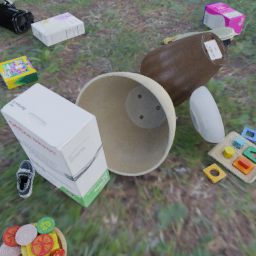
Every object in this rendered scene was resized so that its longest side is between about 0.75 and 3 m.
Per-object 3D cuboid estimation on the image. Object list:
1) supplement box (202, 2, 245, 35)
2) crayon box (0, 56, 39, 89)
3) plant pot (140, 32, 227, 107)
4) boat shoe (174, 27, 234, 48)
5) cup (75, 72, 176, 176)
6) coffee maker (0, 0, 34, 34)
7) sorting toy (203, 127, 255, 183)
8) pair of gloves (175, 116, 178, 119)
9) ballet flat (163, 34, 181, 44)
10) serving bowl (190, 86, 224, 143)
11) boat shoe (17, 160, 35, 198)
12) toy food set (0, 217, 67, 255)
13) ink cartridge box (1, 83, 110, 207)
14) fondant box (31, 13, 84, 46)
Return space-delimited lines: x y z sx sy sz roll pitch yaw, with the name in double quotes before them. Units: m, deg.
"supplement box" 4.309 -4.927 12.732 0.888 0.869 1.718 -19 49 -17
"crayon box" -4.066 -2.061 10.295 1.103 0.373 1.278 -25 51 -21
"plant pot" 1.760 -1.863 8.343 1.987 2.126 1.987 10 71 -31
"boat shoe" 3.039 -3.471 11.436 2.433 0.757 0.908 -6 51 16
"cup" 0.170 -0.320 7.404 2.594 2.594 1.855 20 28 18
"coffee maker" -5.358 -4.896 12.726 1.637 1.103 1.573 28 74 26
"sorting toy" 3.074 0.704 7.631 2.428 0.331 1.367 -34 55 -28
"pair of gloves" 1.076 -0.281 8.758 0.919 0.105 0.739 27 50 22
"ballet flat" 1.947 -3.774 12.074 0.961 0.330 0.303 -20 77 -15
"serving bowl" 2.038 -0.295 7.593 0.522 1.588 1.588 -20 47 4
"boat shoe" -2.634 1.208 7.108 0.408 0.377 1.105 -4 46 -4
"toy food set" -2.019 2.578 5.739 1.486 0.362 1.471 -20 45 -17
"ink cartridge box" -1.489 0.460 6.323 1.797 2.462 1.035 29 59 24
"fondant box" -3.107 -4.417 12.466 1.892 0.551 1.365 -30 53 -27
